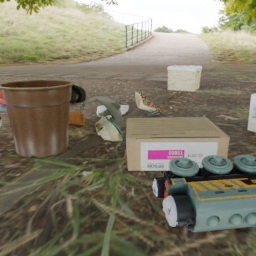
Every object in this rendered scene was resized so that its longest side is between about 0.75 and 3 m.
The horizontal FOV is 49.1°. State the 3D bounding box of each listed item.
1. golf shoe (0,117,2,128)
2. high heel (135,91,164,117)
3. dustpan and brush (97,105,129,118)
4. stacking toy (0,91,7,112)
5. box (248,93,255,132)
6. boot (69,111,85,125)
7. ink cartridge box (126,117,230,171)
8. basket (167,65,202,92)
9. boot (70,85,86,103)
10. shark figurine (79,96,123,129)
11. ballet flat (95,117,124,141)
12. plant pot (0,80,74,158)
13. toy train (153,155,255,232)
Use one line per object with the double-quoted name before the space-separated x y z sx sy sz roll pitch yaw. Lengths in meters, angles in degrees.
"golf shoe" -4.290 -0.136 7.056 0.988 1.253 2.722 8 4 10
"high heel" 0.884 -1.044 11.673 0.956 0.479 1.341 -13 64 -33
"dustpan and brush" -0.751 -0.575 11.129 1.339 0.549 1.918 -1 9 10
"stacking toy" -5.194 -1.067 12.898 1.864 0.870 2.059 26 20 -3
"box" 5.326 -0.374 8.795 1.398 1.259 2.485 -13 20 -35
"boot" -2.247 -0.339 9.969 1.120 0.553 1.442 -10 17 -34
"ink cartridge box" 1.096 0.334 7.052 2.282 0.857 1.880 0 17 1
"basket" 3.792 -3.358 18.689 1.963 1.578 1.945 6 17 24
"boot" -3.673 -1.803 14.270 2.673 1.006 1.999 16 22 42
"shark figurine" -0.635 -0.704 8.782 1.802 1.077 0.752 24 -12 -41
"ballet flat" -0.628 0.110 8.684 0.590 0.638 1.892 -32 18 -7
"plant pot" -2.341 -0.288 7.492 1.857 1.838 1.857 0 16 0
"toy train" 1.558 1.071 4.554 2.230 0.950 1.271 -2 25 -6
